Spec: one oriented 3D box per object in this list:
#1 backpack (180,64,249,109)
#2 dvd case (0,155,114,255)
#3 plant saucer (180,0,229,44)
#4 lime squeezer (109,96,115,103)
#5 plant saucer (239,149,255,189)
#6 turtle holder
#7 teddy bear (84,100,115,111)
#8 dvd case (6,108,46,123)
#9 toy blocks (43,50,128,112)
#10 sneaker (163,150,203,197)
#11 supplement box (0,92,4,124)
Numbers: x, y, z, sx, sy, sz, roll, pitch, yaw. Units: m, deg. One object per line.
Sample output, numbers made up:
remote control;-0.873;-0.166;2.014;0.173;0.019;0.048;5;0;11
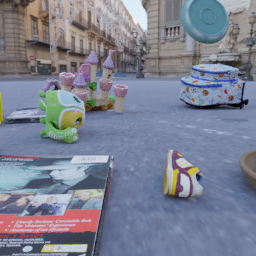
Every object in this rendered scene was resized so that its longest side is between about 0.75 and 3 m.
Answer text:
backpack;3.689;-1.856;12.772;2.548;2.061;2.675;-14;18;-14
dvd case;-1.285;0.859;3.330;2.126;0.321;2.913;0;13;-1
plant saucer;2.588;-3.637;9.211;1.756;1.756;0.241;-3;-9;-14
lime squeezer;-1.172;-1.406;14.154;0.796;0.425;2.253;9;16;38
plant saucer;2.819;0.722;3.913;2.387;0.352;2.387;0;12;0
turtle holder;-1.642;-0.341;7.002;1.109;1.187;1.562;-1;10;-17
teddy bear;-1.368;-1.053;12.050;1.697;0.566;1.230;-4;14;-18
dvd case;-3.230;-0.524;10.318;1.960;0.211;2.636;-3;12;-14
toy blocks;-1.608;-1.867;10.601;2.418;2.178;2.587;-14;31;-39
sneaker;0.804;0.675;4.107;0.528;0.440;1.173;10;19;7
supplement box;-4.525;-0.597;8.835;0.944;0.939;1.725;-4;12;-18
